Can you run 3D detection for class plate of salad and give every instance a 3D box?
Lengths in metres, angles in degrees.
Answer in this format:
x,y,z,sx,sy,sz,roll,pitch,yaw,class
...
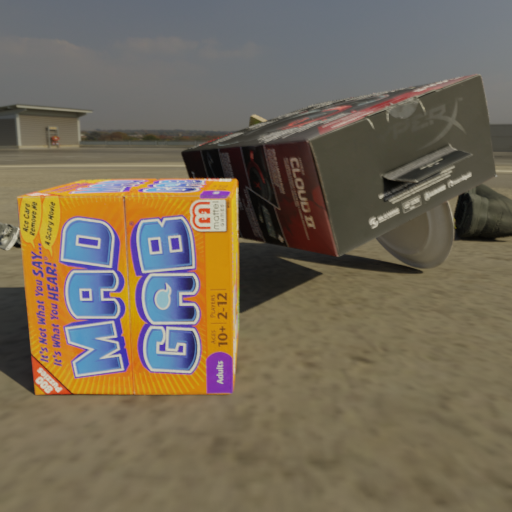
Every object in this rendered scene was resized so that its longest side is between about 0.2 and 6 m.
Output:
x,y,z,sx,sy,sz,roll,pitch,yaw,class
2.308,-0.821,8.800,0.530,2.209,2.209,-28,23,-21,plate of salad

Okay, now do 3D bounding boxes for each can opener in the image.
x,y,z,sx,sy,sz,roll,pitch,yaw,class
-5.077,-0.387,11.261,1.812,0.483,0.606,12,-16,46,can opener

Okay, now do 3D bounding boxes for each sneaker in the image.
x,y,z,sx,sy,sz,roll,pitch,yaw,class
5.173,-0.935,12.463,1.401,1.172,3.086,12,22,13,sneaker

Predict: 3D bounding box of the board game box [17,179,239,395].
x,y,z,sx,sy,sz,roll,pitch,yaw,class
-1.015,0.172,5.258,1.672,1.673,1.671,0,12,-1,board game box

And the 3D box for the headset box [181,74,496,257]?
x,y,z,sx,sy,sz,roll,pitch,yaw,class
1.002,-1.187,7.142,2.602,1.313,3.501,-26,19,-26,headset box

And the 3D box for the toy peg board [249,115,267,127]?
x,y,z,sx,sy,sz,roll,pitch,yaw,class
0.176,-1.922,11.159,1.271,1.276,0.624,32,47,24,toy peg board
